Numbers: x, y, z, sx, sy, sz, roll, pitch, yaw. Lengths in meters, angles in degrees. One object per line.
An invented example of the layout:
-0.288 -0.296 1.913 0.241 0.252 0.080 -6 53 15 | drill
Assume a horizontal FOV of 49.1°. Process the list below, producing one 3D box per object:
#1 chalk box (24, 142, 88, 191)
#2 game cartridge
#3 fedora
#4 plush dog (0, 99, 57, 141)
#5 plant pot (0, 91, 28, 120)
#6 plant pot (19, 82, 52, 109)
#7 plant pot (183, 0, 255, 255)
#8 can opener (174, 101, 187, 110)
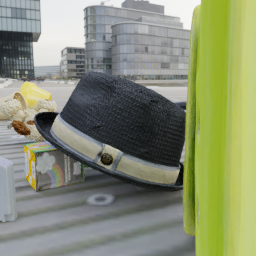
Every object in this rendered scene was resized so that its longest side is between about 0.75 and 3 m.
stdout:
-1.003 0.507 4.192 0.928 0.577 0.574 -6 12 -34 | chalk box
-1.758 0.621 3.072 1.112 0.740 0.231 2 7 10 | game cartridge
-0.032 -0.109 4.067 2.448 1.118 2.448 22 9 -4 | fedora
-2.116 -0.060 6.256 1.273 1.021 1.093 -3 24 -35 | plush dog
-4.368 -0.727 10.194 0.978 1.068 1.068 -9 9 6 | plant pot
-4.208 -1.319 12.787 1.235 1.312 1.312 15 9 -6 | plant pot
1.587 0.023 1.774 2.523 2.535 2.301 1 3 4 | plant pot
2.045 -0.566 9.416 1.048 0.845 2.665 -9 14 -36 | can opener
